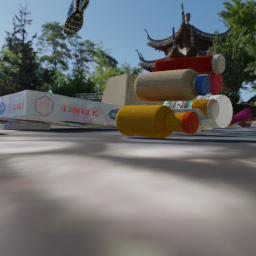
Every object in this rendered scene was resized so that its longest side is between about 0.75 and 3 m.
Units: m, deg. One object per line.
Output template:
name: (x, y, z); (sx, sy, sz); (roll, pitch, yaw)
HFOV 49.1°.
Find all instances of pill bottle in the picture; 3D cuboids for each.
pill bottle: (1.424, -0.329, 5.882); (0.758, 0.758, 1.339); (-1, 1, -37)

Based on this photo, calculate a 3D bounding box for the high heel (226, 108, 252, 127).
high heel: (3.761, -0.369, 10.123); (1.424, 0.685, 0.480); (1, 1, 41)

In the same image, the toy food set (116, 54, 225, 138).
toy food set: (0.825, -0.365, 3.405); (0.878, 0.931, 1.951); (5, 6, 42)

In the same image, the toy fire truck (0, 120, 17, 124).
toy fire truck: (-4.358, -0.246, 10.054); (1.280, 0.443, 1.816); (0, 1, 0)

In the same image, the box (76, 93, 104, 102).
box: (-1.422, -0.839, 12.906); (1.944, 1.533, 0.496); (-1, 1, 11)

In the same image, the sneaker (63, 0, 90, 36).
sneaker: (-1.481, -3.209, 7.910); (0.485, 1.236, 0.556); (20, 13, -35)

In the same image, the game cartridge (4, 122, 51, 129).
game cartridge: (-2.305, -0.044, 6.427); (0.913, 0.190, 0.608); (0, -5, 2)

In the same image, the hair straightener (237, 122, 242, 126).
hair straightener: (5.628, -0.172, 14.352); (1.055, 0.216, 0.406); (-5, 1, -5)

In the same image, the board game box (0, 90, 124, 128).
board game box: (-1.731, -0.368, 7.142); (2.713, 0.560, 2.720); (7, -4, -39)

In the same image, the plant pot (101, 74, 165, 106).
plant pot: (0.203, -0.996, 10.814); (2.181, 1.931, 2.179); (-1, 2, -34)
